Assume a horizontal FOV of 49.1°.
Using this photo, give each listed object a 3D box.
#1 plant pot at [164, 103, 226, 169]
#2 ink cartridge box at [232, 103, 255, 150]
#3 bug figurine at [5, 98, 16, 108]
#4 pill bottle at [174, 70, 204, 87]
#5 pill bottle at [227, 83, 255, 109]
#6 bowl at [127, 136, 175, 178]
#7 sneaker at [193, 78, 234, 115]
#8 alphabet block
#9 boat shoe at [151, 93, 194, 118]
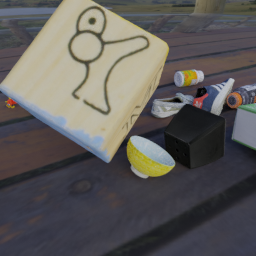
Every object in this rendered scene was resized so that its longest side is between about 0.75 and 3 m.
[{"bbox_3d":[1.801,0.324,7.999,1.235,1.389,1.392,-31,40,-26],"label":"plant pot"},{"bbox_3d":[4.916,-0.031,8.275,2.834,1.195,2.070,-10,24,-28],"label":"ink cartridge box"},{"bbox_3d":[-3.996,-1.095,11.470,1.872,0.482,1.452,12,24,30],"label":"bug figurine"},{"bbox_3d":[3.011,-2.461,13.740,1.335,0.742,0.742,-12,30,-22],"label":"pill bottle"},{"bbox_3d":[4.787,-1.263,11.347,1.678,0.891,0.891,-16,32,-27],"label":"pill bottle"},{"bbox_3d":[0.475,0.871,7.335,1.339,0.721,1.339,28,16,-8],"label":"bowl"},{"bbox_3d":[3.486,-1.428,11.463,1.189,1.055,2.813,19,33,24],"label":"sneaker"},{"bbox_3d":[-0.911,-1.050,7.077,2.708,2.773,2.723,32,-10,4],"label":"alphabet block"},{"bbox_3d":[1.832,-0.983,11.021,2.136,0.685,0.787,-16,32,-28],"label":"boat shoe"}]
